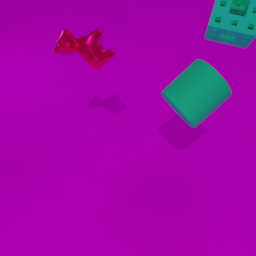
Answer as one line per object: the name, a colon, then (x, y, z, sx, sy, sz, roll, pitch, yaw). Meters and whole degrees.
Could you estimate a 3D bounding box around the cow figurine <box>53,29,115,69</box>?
cow figurine: (-0.826, -1.432, 5.170, 0.924, 0.515, 0.939, -35, 98, -6)

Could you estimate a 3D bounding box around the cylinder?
cylinder: (1.200, -0.604, 4.990, 0.882, 0.882, 0.882, -43, 53, 5)

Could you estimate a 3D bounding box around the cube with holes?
cube with holes: (1.694, -1.780, 4.437, 0.716, 0.716, 0.716, 17, 5, 10)
